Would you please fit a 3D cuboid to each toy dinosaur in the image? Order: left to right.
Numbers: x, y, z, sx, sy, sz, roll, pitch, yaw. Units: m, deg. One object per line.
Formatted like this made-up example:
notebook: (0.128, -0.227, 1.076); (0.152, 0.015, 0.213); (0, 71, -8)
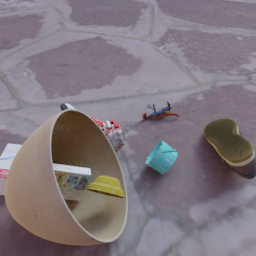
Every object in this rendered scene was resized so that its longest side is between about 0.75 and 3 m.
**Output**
toy dinosaur: (0.983, -0.479, 9.164); (0.965, 0.559, 1.064); (-40, 82, 1)

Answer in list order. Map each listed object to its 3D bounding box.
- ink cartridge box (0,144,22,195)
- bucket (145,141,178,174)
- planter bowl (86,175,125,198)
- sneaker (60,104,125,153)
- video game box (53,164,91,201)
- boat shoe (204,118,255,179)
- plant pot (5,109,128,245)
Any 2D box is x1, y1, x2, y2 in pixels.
ink cartridge box: (-2.911, 1.034, 6.983); (0.459, 0.791, 1.071); (7, 44, 4)
bucket: (0.884, 0.769, 7.317); (0.529, 0.813, 0.813); (35, 44, -3)
planter bowl: (-0.447, 1.244, 6.058); (0.873, 0.873, 0.364); (10, 72, 12)
sneaker: (-0.852, -0.051, 7.380); (1.059, 1.975, 0.660); (-36, 24, -9)
video game box: (-1.429, 1.214, 6.233); (0.998, 0.910, 0.234); (12, 37, -21)
boat shoe: (2.752, 0.507, 7.628); (0.951, 0.875, 2.661); (-22, 17, 10)
plant pot: (-1.416, 1.188, 5.823); (1.799, 2.680, 2.680); (-23, 35, 18)
